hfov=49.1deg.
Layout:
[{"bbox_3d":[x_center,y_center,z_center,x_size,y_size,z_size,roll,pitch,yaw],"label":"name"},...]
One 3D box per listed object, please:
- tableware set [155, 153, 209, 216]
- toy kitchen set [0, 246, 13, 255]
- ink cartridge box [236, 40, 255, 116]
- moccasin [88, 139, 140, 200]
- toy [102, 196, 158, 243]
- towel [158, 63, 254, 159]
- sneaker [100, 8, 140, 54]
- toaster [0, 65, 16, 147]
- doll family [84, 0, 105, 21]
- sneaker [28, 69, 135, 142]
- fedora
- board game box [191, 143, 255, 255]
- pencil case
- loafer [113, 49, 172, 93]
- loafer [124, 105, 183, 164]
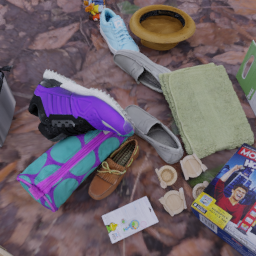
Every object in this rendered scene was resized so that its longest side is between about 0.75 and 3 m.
[{"bbox_3d":[1.383,1.380,6.922,1.479,0.172,1.235,-18,77,-13],"label":"tableware set"},{"bbox_3d":[-3.208,3.111,4.783,2.273,2.055,2.519,24,59,16],"label":"toy kitchen set"},{"bbox_3d":[4.204,-0.976,7.920,0.875,1.532,2.952,-7,56,-5],"label":"ink cartridge box"},{"bbox_3d":[-0.317,1.009,7.050,0.671,0.708,1.835,36,63,22],"label":"moccasin"},{"bbox_3d":[0.044,2.147,6.539,1.150,0.272,0.662,-20,60,-13],"label":"toy"},{"bbox_3d":[2.217,-0.598,8.055,2.112,0.519,2.847,-13,67,-11],"label":"towel"},{"bbox_3d":[-0.382,-3.368,9.901,0.884,0.980,2.393,-29,60,-17],"label":"sneaker"},{"bbox_3d":[-4.328,-0.571,7.754,2.267,1.345,2.050,-1,55,-1],"label":"toaster"},{"bbox_3d":[-1.331,-4.865,11.159,0.832,0.604,1.340,-6,56,-4],"label":"doll family"},{"bbox_3d":[-1.228,-0.218,6.452,2.952,1.026,1.468,26,77,33],"label":"sneaker"},{"bbox_3d":[1.182,-3.438,9.970,2.332,0.951,2.332,2,54,-2],"label":"fedora"},{"bbox_3d":[3.483,1.703,6.202,2.923,0.902,2.925,-42,51,-19],"label":"board game box"},{"bbox_3d":[-1.207,0.634,6.924,1.246,1.354,2.929,48,66,-6],"label":"pencil case"},{"bbox_3d":[0.433,-1.828,8.962,2.275,0.795,0.794,29,53,18],"label":"loafer"},{"bbox_3d":[0.679,0.028,7.690,0.767,0.765,2.193,-36,63,-22],"label":"loafer"}]
